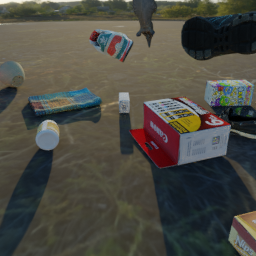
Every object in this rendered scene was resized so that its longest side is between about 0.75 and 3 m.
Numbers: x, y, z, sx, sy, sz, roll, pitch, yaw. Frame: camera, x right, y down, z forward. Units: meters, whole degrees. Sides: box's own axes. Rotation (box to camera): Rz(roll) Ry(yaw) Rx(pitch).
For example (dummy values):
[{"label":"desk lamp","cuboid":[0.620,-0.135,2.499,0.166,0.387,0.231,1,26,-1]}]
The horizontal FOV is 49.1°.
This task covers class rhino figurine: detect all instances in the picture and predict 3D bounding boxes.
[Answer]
[{"label":"rhino figurine","cuboid":[0.477,-3.565,8.040,0.737,2.465,1.078,-2,22,10]}]

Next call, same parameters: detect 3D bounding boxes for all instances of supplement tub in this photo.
[{"label":"supplement tub","cuboid":[-2.235,0.177,7.841,0.609,0.609,0.842,-5,26,-10]}]

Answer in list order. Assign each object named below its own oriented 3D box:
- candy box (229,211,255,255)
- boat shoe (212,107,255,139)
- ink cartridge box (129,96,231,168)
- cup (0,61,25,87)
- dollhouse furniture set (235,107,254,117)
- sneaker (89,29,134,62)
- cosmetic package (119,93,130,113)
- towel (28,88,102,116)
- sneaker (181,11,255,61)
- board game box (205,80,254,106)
[{"label":"candy box","cuboid":[2.889,1.801,4.467,2.105,0.582,1.215,-8,27,-16]},{"label":"boat shoe","cuboid":[3.212,-0.276,8.674,2.099,0.696,0.784,21,33,37]},{"label":"ink cartridge box","cuboid":[1.286,0.012,7.790,1.971,0.941,2.245,-10,28,-18]},{"label":"cup","cuboid":[-5.123,-2.300,12.577,1.165,1.165,0.833,-21,48,-37]},{"label":"dollhouse furniture set","cuboid":[4.039,-0.341,9.167,0.509,0.393,1.018,-22,33,-37]},{"label":"sneaker","cuboid":[-0.648,-2.768,8.827,1.135,0.855,2.428,23,15,-22]},{"label":"cosmetic package","cuboid":[-0.147,-0.943,10.317,0.386,0.490,0.910,-1,27,-1]},{"label":"towel","cuboid":[-2.455,-1.074,10.846,2.503,0.272,1.835,-12,27,-24]},{"label":"sneaker","cuboid":[2.419,-2.184,6.735,1.125,1.070,2.838,-15,23,-27]},{"label":"board game box","cuboid":[3.880,-1.363,10.820,1.562,0.804,0.819,-2,26,-3]}]
